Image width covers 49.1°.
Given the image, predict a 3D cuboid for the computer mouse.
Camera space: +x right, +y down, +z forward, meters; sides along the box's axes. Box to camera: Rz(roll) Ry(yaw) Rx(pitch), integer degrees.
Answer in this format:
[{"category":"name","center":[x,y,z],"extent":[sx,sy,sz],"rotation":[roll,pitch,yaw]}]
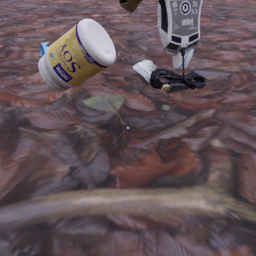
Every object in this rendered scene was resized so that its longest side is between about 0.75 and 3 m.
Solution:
[{"category":"computer mouse","center":[1.135,-2.173,6.272],"extent":[1.508,2.750,0.603],"rotation":[-11,21,-22]}]

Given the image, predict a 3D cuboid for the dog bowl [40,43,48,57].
[{"category":"dog bowl","center":[-2.340,-2.147,7.930],"extent":[0.188,0.422,0.757],"rotation":[-1,38,-28]}]

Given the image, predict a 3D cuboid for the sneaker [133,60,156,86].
[{"category":"sneaker","center":[0.471,-1.517,7.278],"extent":[0.516,0.532,1.457],"rotation":[-37,25,8]}]

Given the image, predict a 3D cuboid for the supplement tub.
[{"category":"supplement tub","center":[-1.206,-1.646,6.570],"extent":[1.581,1.150,1.150],"rotation":[-27,20,28]}]

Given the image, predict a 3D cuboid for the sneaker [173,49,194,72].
[{"category":"sneaker","center":[1.569,-2.827,8.598],"extent":[0.749,2.116,0.773],"rotation":[1,11,-28]}]

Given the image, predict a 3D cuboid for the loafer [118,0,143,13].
[{"category":"loafer","center":[0.094,-2.181,4.485],"extent":[0.315,0.349,0.922],"rotation":[1,-15,-21]}]
